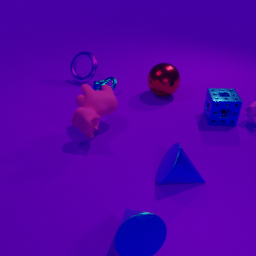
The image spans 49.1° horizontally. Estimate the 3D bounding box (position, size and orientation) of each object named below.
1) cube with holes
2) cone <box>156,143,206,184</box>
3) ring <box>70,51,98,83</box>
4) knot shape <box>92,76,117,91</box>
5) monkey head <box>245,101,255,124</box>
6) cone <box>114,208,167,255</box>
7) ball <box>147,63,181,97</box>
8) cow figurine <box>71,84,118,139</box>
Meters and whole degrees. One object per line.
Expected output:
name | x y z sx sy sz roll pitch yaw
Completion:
cube with holes | 3.072 -0.697 9.179 0.907 0.907 0.907 2 34 2
cone | 1.429 1.092 6.831 1.097 1.093 1.093 28 35 -6
ring | -1.831 -2.519 11.611 1.320 1.320 0.264 16 4 23
knot shape | -0.988 -1.663 10.896 1.048 0.484 0.981 -19 15 -14
monkey head | 4.155 -0.482 8.947 0.607 1.007 0.725 -21 48 0
cone | 0.099 1.780 5.302 0.963 0.963 0.967 -10 18 -14
ball | 1.351 -1.819 10.576 1.266 1.266 1.266 0 34 0
cow figurine | -0.930 -0.525 8.372 1.713 0.940 1.685 -8 56 -37
